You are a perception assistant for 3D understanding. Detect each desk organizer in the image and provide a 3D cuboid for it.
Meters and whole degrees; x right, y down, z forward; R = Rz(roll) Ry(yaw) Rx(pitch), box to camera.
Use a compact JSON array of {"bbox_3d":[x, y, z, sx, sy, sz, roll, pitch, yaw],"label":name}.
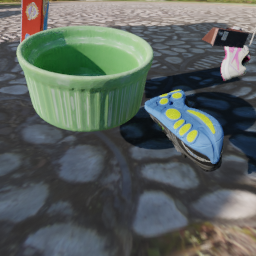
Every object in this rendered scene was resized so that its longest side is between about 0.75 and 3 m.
[{"bbox_3d":[2.007,-1.882,5.771,0.923,0.331,0.355,-5,34,-30],"label":"desk organizer"}]

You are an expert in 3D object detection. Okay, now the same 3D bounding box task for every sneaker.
[{"bbox_3d":[3.273,-2.208,8.302,0.745,1.690,0.687,5,-10,32],"label":"sneaker"},{"bbox_3d":[0.945,-0.013,5.100,0.837,0.979,2.362,-22,30,-5],"label":"sneaker"}]

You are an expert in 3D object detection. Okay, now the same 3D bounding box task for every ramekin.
[{"bbox_3d":[-0.949,-1.224,6.630,2.969,1.450,2.969,3,37,-2],"label":"ramekin"}]

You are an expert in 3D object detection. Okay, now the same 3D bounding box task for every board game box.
[{"bbox_3d":[-2.463,-3.611,7.615,0.490,2.428,1.858,7,32,-13],"label":"board game box"}]

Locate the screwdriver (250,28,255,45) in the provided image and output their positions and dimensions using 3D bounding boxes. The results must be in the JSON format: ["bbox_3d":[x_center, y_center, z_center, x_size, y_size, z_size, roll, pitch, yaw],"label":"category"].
[{"bbox_3d":[3.826,-3.122,8.201,0.195,1.397,0.203,17,20,12],"label":"screwdriver"}]
